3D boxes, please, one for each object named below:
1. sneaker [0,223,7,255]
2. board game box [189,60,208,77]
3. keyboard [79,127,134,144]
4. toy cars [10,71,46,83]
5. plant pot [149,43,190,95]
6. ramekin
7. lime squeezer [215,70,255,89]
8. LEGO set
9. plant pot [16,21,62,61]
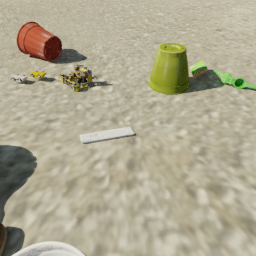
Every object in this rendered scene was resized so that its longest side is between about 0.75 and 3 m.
[{"bbox_3d":[-2.377,1.919,3.773,0.654,0.701,1.855,11,37,15],"label":"sneaker"},{"bbox_3d":[2.370,-1.985,9.410,0.515,0.162,1.077,-27,18,18],"label":"board game box"},{"bbox_3d":[-0.512,0.162,6.799,1.295,0.069,0.364,-9,36,-13],"label":"keyboard"},{"bbox_3d":[-3.258,-1.647,9.209,1.141,0.253,0.512,-14,35,-13],"label":"toy cars"},{"bbox_3d":[1.311,-1.893,8.661,1.312,1.264,1.312,0,35,0],"label":"plant pot"},{"bbox_3d":[-0.836,2.136,2.976,1.573,0.825,1.573,-13,45,13],"label":"ramekin"},{"bbox_3d":[3.465,-1.474,8.971,0.715,0.382,2.024,9,19,-48],"label":"lime squeezer"},{"bbox_3d":[-1.639,-1.690,8.893,0.873,0.657,1.135,-19,40,-25],"label":"LEGO set"},{"bbox_3d":[-3.286,-3.212,10.640,1.260,1.296,1.296,28,43,22],"label":"plant pot"}]
